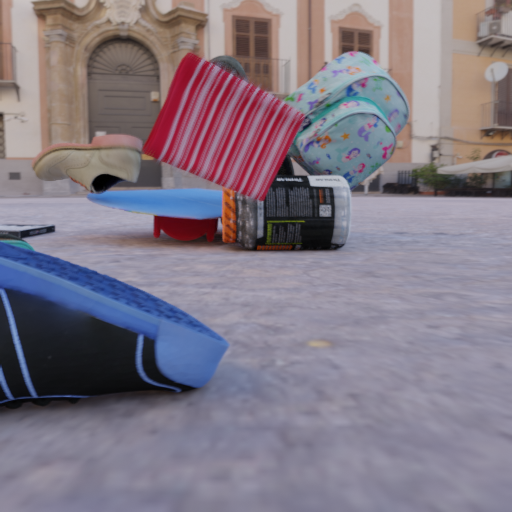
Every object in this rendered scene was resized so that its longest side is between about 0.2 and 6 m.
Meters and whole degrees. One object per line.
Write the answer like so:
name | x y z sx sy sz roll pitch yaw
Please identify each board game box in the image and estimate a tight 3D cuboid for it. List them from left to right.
board game box | -1.371 -0.814 12.659 3.684 0.908 4.662 17 18 41

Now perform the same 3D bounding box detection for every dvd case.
dvd case | -5.788 -0.592 13.233 1.362 0.224 1.812 1 8 5

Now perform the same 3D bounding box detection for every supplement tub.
supplement tub | 0.511 -0.789 10.251 2.247 1.377 1.377 0 7 -6

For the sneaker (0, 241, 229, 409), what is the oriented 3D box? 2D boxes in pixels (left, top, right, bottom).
sneaker | -1.533 0.460 3.036 2.723 1.061 0.955 20 0 -17

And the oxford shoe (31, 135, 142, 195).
oxford shoe | -3.499 -1.729 11.280 2.686 0.992 0.951 -6 -8 29

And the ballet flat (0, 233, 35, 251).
ballet flat | -3.519 0.159 5.511 0.908 0.903 2.655 -6 -8 40

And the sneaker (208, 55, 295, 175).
sneaker | -0.322 -2.239 11.489 1.299 3.398 1.946 -15 28 25

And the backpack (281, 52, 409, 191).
backpack | 1.708 -2.556 10.756 2.108 2.375 1.788 35 20 -43

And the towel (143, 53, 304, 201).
towel | -0.435 -1.816 8.262 2.143 1.550 0.241 19 17 -30
